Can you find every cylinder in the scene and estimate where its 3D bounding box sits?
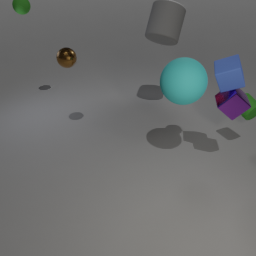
[{"bbox_3d":[1.532,-4.302,11.528,1.400,1.400,1.400,15,3,-1],"label":"cylinder"},{"bbox_3d":[4.234,-0.755,9.928,0.700,0.700,0.700,-14,52,-23],"label":"cylinder"}]

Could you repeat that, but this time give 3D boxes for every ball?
[{"bbox_3d":[-4.351,-5.007,11.438,0.700,0.700,0.700,0,30,0],"label":"ball"},{"bbox_3d":[-2.143,-2.452,9.783,0.700,0.700,0.700,0,30,0],"label":"ball"},{"bbox_3d":[1.652,-1.390,8.357,1.400,1.400,1.400,0,30,0],"label":"ball"}]

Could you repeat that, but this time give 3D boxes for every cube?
[{"bbox_3d":[2.947,-1.578,8.138,0.700,0.700,0.700,-12,43,26],"label":"cube"},{"bbox_3d":[3.172,-0.812,8.514,0.700,0.700,0.700,36,35,-19],"label":"cube"}]
